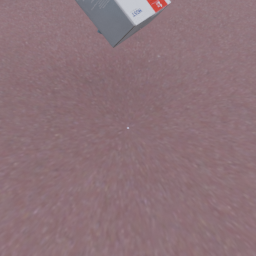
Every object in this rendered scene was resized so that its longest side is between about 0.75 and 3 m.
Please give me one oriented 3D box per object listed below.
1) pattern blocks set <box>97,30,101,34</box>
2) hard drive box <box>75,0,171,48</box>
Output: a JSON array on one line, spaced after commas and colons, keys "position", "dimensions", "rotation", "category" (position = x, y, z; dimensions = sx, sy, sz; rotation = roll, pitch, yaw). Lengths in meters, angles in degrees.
[{"position": [-0.464, -2.571, 6.707], "dimensions": [0.752, 0.069, 0.855], "rotation": [8, 75, -32], "category": "pattern blocks set"}, {"position": [-0.370, -3.286, 6.357], "dimensions": [2.337, 0.898, 1.822], "rotation": [50, 48, -10], "category": "hard drive box"}]
